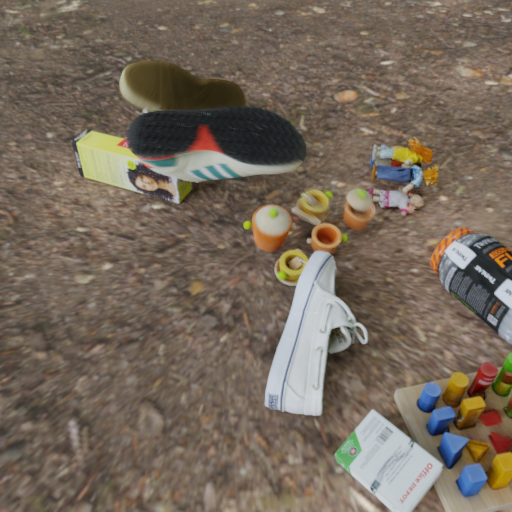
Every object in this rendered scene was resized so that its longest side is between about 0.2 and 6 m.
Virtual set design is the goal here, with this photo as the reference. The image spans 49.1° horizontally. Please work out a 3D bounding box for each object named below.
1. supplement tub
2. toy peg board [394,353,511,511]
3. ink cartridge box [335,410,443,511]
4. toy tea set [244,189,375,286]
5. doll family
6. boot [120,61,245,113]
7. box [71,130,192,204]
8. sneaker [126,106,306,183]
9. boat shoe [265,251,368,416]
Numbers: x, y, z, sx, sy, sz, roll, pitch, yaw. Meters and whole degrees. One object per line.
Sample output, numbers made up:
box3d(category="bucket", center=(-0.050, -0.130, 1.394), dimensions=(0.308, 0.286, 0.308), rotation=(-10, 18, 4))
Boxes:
box3d(category="supplement tub", center=(4.021, 0.449, 9.528), dimensions=(1.219, 1.219, 1.990), rotation=(-24, 50, -23))
box3d(category="toy peg board", center=(3.253, 2.322, 7.785), dimensions=(1.941, 0.954, 1.950), rotation=(-9, 44, -9))
box3d(category="ink cartridge box", center=(1.774, 2.794, 7.509), dimensions=(0.848, 0.480, 1.157), rotation=(-43, 57, -17))
box3d(category="toy tea set", center=(1.070, -0.675, 10.419), dimensions=(2.560, 0.947, 1.522), rotation=(-36, 67, -23))
box3d(category="doll family", center=(3.191, -1.863, 12.074), dimensions=(1.360, 0.987, 2.191), rotation=(7, 45, 7))
box3d(category="boot", center=(-1.988, -3.195, 12.055), dimensions=(2.917, 1.051, 2.256), rotation=(-4, -3, -43))
box3d(category="box", center=(-2.705, -1.969, 12.213), dimensions=(2.590, 0.975, 0.649), rotation=(16, 45, 17))
box3d(category="sneaker", center=(-0.706, -2.004, 10.665), dimensions=(3.258, 1.523, 1.147), rotation=(2, 79, 1))
box3d(category="boat shoe", center=(1.137, 1.173, 8.866), dimensions=(1.266, 1.097, 2.970), rotation=(12, 48, 13))
